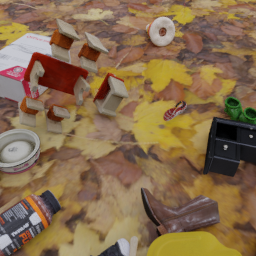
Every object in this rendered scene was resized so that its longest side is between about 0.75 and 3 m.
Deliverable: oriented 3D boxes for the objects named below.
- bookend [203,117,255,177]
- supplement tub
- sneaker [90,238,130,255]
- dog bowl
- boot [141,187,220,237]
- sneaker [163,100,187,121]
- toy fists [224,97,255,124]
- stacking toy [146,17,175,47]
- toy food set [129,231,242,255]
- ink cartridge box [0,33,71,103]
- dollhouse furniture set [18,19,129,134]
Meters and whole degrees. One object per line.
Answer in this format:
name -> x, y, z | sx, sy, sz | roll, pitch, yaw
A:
bookend -> 3.012, 0.615, 7.680 | 1.623, 0.752, 1.633 | 13, 46, 13
supplement tub -> -2.287, 2.040, 6.142 | 1.592, 0.851, 0.851 | -34, 53, -29
sneaker -> -0.158, 3.043, 5.269 | 1.010, 0.670, 1.774 | -17, 41, -16
dog bowl -> -3.105, 0.681, 7.784 | 1.404, 0.518, 1.404 | 0, 45, 0
boot -> 1.235, 1.806, 6.618 | 1.573, 0.505, 1.466 | -19, 60, -15
sneaker -> 1.490, -0.478, 8.736 | 0.855, 0.351, 0.333 | -35, 61, 7
toy fists -> 3.548, -0.399, 8.725 | 0.469, 0.696, 1.365 | -42, 46, -4
stacking toy -> 1.271, -4.489, 12.945 | 1.242, 1.242, 1.699 | -16, 27, -16
toy food set -> 1.076, 2.818, 5.495 | 2.293, 0.749, 1.349 | 0, 29, -3
ink cartridge box -> -3.688, -2.271, 10.358 | 2.006, 1.152, 2.762 | 18, 47, 18
dollhouse furniture set -> -1.578, -1.401, 8.515 | 2.943, 2.975, 1.532 | 16, 31, -35
